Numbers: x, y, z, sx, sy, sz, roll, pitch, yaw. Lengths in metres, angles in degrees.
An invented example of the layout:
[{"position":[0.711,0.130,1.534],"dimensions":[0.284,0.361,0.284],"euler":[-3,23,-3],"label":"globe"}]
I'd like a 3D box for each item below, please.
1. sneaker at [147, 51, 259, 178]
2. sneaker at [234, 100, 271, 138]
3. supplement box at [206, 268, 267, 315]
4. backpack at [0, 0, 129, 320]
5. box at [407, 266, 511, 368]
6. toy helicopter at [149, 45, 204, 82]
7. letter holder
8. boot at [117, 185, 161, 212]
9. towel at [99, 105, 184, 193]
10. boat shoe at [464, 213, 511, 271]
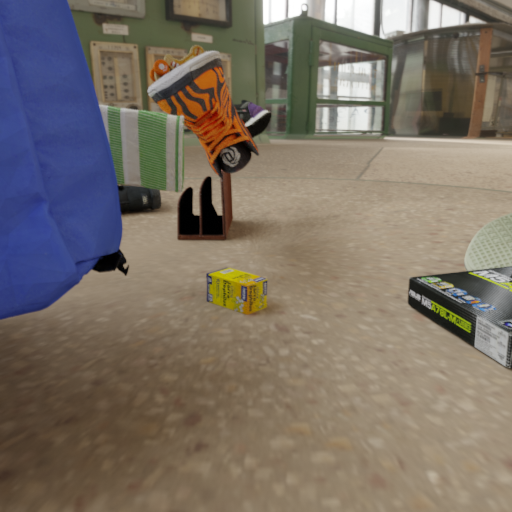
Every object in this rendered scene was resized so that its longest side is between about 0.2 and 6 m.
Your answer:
[{"position":[-0.649,-2.217,9.210],"dimensions":[1.220,1.762,3.145],"euler":[-27,8,13],"label":"sneaker"},{"position":[-0.554,-2.850,12.246],"dimensions":[0.844,0.730,1.927],"euler":[38,45,14],"label":"sneaker"},{"position":[-0.268,0.468,7.628],"dimensions":[0.777,0.423,0.425],"euler":[13,20,39],"label":"supplement box"},{"position":[-3.497,-0.571,4.747],"dimensions":[4.168,4.036,4.967],"euler":[-10,7,-23],"label":"backpack"},{"position":[3.243,0.645,6.883],"dimensions":[1.972,0.485,2.042],"euler":[-7,17,-14],"label":"box"},{"position":[-1.527,-3.896,11.697],"dimensions":[1.306,0.864,0.515],"euler":[-47,13,-18],"label":"toy helicopter"},{"position":[-1.067,-1.242,11.982],"dimensions":[0.999,1.412,1.987],"euler":[0,16,1],"label":"letter holder"},{"position":[-4.055,-1.521,14.254],"dimensions":[2.718,0.892,2.240],"euler":[-12,17,-24],"label":"boot"},{"position":[-1.845,-1.538,8.012],"dimensions":[1.643,1.254,0.192],"euler":[7,38,1],"label":"towel"},{"position":[4.584,-0.237,9.206],"dimensions":[3.274,1.019,1.221],"euler":[-30,37,-33],"label":"boat shoe"}]
